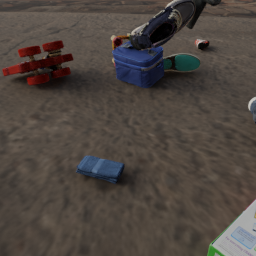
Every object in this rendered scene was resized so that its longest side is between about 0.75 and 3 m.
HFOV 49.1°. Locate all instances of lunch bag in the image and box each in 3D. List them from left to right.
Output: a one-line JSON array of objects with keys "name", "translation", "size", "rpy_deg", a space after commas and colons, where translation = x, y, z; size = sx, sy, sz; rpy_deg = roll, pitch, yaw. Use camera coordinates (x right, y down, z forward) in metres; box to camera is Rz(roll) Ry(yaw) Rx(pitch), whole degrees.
[{"name": "lunch bag", "translation": [0.426, -2.429, 10.242], "size": [1.922, 1.272, 1.306], "rpy_deg": [22, 51, 33]}]

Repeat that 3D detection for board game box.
[{"name": "board game box", "translation": [2.727, 1.850, 4.356], "size": [2.451, 0.494, 1.876], "rpy_deg": [-25, 40, -34]}]

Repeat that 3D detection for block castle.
[{"name": "block castle", "translation": [0.339, -3.209, 11.617], "size": [2.031, 1.357, 0.953], "rpy_deg": [-11, 35, -15]}]

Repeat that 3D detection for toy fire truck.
[{"name": "toy fire truck", "translation": [-3.381, -2.454, 10.683], "size": [2.310, 1.295, 1.939], "rpy_deg": [-27, 23, -38]}]

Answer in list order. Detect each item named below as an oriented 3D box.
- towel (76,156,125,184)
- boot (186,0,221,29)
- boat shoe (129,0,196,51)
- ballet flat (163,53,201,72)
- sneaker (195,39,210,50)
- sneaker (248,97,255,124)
[{"name": "towel", "translation": [-0.595, 0.890, 6.141], "size": [0.982, 0.238, 0.548], "rpy_deg": [10, 33, 17]}, {"name": "boot", "translation": [2.056, -3.388, 8.027], "size": [0.425, 1.294, 1.066], "rpy_deg": [14, 53, -20]}, {"name": "boat shoe", "translation": [1.168, -2.786, 7.490], "size": [2.220, 0.829, 1.029], "rpy_deg": [-39, 27, -10]}, {"name": "ballet flat", "translation": [1.810, -2.655, 11.407], "size": [2.196, 0.762, 0.762], "rpy_deg": [-6, 32, -3]}, {"name": "sneaker", "translation": [3.599, -4.229, 14.164], "size": [0.608, 0.379, 1.135], "rpy_deg": [23, 36, 34]}, {"name": "sneaker", "translation": [4.417, -0.335, 7.394], "size": [2.164, 0.823, 1.564], "rpy_deg": [0, 20, 18]}]
